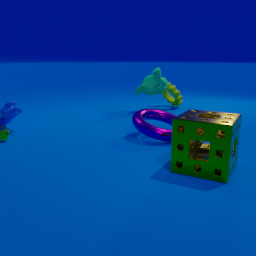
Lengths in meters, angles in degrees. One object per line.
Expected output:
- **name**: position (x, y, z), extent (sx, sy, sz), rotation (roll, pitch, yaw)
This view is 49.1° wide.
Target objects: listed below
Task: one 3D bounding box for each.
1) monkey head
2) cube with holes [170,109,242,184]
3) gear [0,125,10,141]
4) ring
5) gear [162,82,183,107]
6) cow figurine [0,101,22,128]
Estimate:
- **monkey head**: position (0.994, -1.896, 11.289), extent (0.977, 1.166, 1.621), rotation (21, 50, 42)
- **cube with holes**: position (1.587, 0.295, 5.662), extent (1.099, 1.099, 1.099), rotation (8, 17, 28)
- **gear**: position (-3.894, -0.021, 7.449), extent (1.401, 0.259, 1.401), rotation (20, 1, 0)
- **ring**: position (0.924, -0.107, 7.982), extent (1.669, 0.334, 1.669), rotation (11, 25, -5)
- **gear**: position (1.916, -1.485, 12.430), extent (0.219, 1.187, 1.187), rotation (-40, 29, -16)
- **cow figurine**: position (-3.687, -0.388, 8.480), extent (0.934, 0.521, 0.950), rotation (-45, 8, -6)
